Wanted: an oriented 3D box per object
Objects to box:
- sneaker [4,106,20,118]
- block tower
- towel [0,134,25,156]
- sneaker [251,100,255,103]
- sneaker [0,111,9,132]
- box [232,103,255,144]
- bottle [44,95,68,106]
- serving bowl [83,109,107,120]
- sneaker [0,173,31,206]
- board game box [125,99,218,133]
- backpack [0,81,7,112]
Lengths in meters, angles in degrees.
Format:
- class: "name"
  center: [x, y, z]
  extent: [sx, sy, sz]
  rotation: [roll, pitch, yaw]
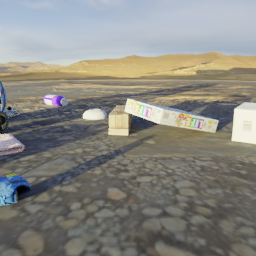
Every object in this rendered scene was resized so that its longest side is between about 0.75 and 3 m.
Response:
- class: "sneaker"
  center: [-5.541, -0.805, 13.405]
  extent: [0.435, 0.519, 1.173]
  rotation: [-1, 11, 3]
- class: "block tower"
  center: [-0.243, -0.375, 10.947]
  extent: [0.714, 0.765, 2.645]
  rotation: [1, 14, 3]
- class: "towel"
  center: [-4.025, 0.499, 8.117]
  extent: [1.627, 0.275, 1.703]
  rotation: [-8, 16, -33]
- class: "sneaker"
  center: [6.930, -0.933, 13.987]
  extent: [0.862, 0.738, 2.103]
  rotation: [21, 6, -14]
- class: "sneaker"
  center: [-5.427, 0.007, 9.295]
  extent: [1.069, 1.017, 2.696]
  rotation: [-10, -2, 43]
- class: "box"
  center: [4.146, -0.214, 9.418]
  extent: [0.843, 1.076, 1.730]
  rotation: [8, 15, 31]
- class: "bottle"
  center: [-4.331, -1.657, 16.926]
  extent: [1.868, 0.610, 0.780]
  rotation: [12, 21, 42]
- class: "serving bowl"
  center: [-1.535, -0.674, 13.108]
  extent: [1.147, 0.377, 1.147]
  rotation: [0, 12, 0]
- class: "sneaker"
  center: [-2.235, 1.161, 4.807]
  extent: [0.490, 0.412, 1.250]
  rotation: [26, 23, 23]
- class: "board game box"
  center: [1.574, -0.430, 10.014]
  extent: [2.829, 0.484, 1.902]
  rotation: [8, 10, -37]
- class: "backpack"
  center: [-5.960, -1.256, 10.903]
  extent: [2.628, 2.399, 1.768]
  rotation: [-5, 9, 4]
